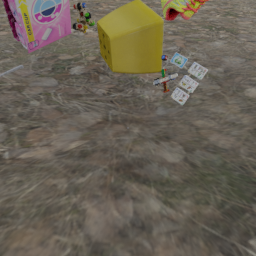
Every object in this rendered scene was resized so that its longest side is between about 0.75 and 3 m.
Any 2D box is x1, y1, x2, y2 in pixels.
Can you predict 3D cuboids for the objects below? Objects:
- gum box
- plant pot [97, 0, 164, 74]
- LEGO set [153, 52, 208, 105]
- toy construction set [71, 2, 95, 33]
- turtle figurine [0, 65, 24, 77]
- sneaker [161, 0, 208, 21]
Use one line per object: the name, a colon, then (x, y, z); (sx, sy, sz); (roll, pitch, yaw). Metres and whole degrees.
gum box: (-2.524, -3.506, 7.737); (1.569, 2.764, 0.914); (-36, 70, -24)
plant pot: (-0.012, -2.191, 7.071); (1.261, 1.430, 1.430); (-18, 47, -14)
LEGO set: (0.902, -0.956, 5.197); (1.003, 0.749, 0.246); (42, 15, 35)
toy construction set: (-1.775, -3.808, 10.271); (1.279, 0.983, 1.067); (-20, 72, 14)
turtle figurine: (-2.527, -0.671, 3.970); (1.115, 1.550, 1.503); (30, -5, -4)
sneaker: (1.966, -3.866, 8.298); (1.023, 1.182, 2.618); (-1, 5, -32)
